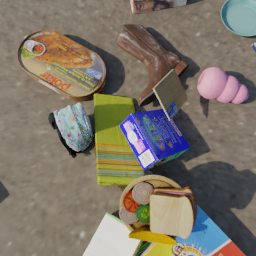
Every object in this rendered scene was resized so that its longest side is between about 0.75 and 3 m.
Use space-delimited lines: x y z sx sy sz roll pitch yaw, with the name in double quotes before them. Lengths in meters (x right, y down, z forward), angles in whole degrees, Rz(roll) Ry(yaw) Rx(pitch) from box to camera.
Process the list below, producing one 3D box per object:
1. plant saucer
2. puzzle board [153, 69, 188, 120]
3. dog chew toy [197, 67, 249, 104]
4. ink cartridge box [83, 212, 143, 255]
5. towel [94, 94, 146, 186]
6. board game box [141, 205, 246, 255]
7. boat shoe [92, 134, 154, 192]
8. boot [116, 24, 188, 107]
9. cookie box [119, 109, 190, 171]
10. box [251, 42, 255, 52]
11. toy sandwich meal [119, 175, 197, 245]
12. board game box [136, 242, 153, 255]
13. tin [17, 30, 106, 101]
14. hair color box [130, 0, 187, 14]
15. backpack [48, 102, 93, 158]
"plant saucer" 3.756 -3.581 9.117 1.549 0.278 1.549 0 73 1
"puzzle board" 1.136 -0.897 7.383 1.255 0.109 0.946 -46 114 -43
"dog chew toy" 2.774 -1.158 8.093 1.474 0.918 0.918 21 74 -3
"ink cartridge box" -0.416 3.029 6.847 1.127 0.371 1.549 23 71 24
"towel" -0.278 0.215 7.382 1.223 0.257 2.843 6 50 -17
"board game box" 1.330 3.362 6.440 2.643 0.533 2.023 -40 79 -25
"boat shoe" 0.043 1.091 7.410 0.867 0.963 2.669 -24 60 -37
"boot" 0.317 -1.991 8.375 2.324 0.746 2.166 43 65 9
"cookie box" 0.736 0.240 7.334 1.575 0.592 1.347 -11 66 -48
"box" 4.340 -2.396 8.824 0.518 0.138 0.854 -23 73 -7
"toy sandwich meal" 0.621 1.839 6.064 1.752 0.600 1.752 1 98 10
"board game box" 1.060 3.762 6.853 1.430 0.309 2.125 -34 76 -11
"tin" -1.978 -1.871 8.466 2.838 0.594 1.589 31 71 9
"hair color box" 1.000 -4.338 8.958 1.846 1.023 0.590 -10 73 -2
"backpack" -1.456 -0.041 7.382 0.958 1.514 1.264 -29 74 -9
